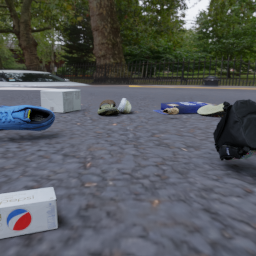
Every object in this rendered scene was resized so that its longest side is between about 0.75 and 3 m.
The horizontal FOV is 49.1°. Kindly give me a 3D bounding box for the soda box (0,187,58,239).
[{"bbox_3d":[-1.392,0.969,3.109,1.161,0.370,0.395,-4,11,-19],"label":"soda box"}]

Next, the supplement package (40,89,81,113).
[{"bbox_3d":[-3.195,-1.320,13.440,1.320,1.015,1.380,5,12,27],"label":"supplement package"}]

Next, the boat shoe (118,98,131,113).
[{"bbox_3d":[-0.143,-0.968,13.101,0.559,0.648,1.801,25,13,-4],"label":"boat shoe"}]

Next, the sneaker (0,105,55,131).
[{"bbox_3d":[-3.094,-0.304,7.359,2.295,0.756,0.900,-1,-13,-25],"label":"sneaker"}]

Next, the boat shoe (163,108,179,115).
[{"bbox_3d":[1.687,-0.643,11.061,0.245,0.271,0.761,-14,8,-33],"label":"boat shoe"}]

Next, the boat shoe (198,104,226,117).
[{"bbox_3d":[3.638,-0.693,11.758,1.494,0.468,0.547,-5,48,44],"label":"boat shoe"}]

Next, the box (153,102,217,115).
[{"bbox_3d":[2.630,-0.953,13.193,2.613,0.423,1.583,-4,11,-14],"label":"box"}]

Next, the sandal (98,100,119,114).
[{"bbox_3d":[-0.943,-0.977,12.616,0.905,0.651,2.280,-2,11,-9],"label":"sandal"}]

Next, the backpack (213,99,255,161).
[{"bbox_3d":[2.012,0.154,5.009,0.767,1.011,1.211,-4,-24,-2],"label":"backpack"}]
